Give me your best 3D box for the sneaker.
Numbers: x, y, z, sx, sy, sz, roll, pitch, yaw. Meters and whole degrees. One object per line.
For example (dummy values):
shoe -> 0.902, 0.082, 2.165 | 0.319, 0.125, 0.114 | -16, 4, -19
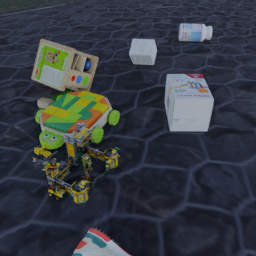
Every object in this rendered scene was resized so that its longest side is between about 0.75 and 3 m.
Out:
sneaker -> -0.192, 2.623, 4.868 | 1.978, 0.696, 0.925 | 25, 57, 29

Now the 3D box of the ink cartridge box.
ink cartridge box -> 1.859, -0.822, 8.845 | 1.199, 1.194, 1.651 | 0, 37, -1

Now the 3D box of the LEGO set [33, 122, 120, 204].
LEGO set -> -1.155, 0.715, 6.854 | 1.536, 1.157, 1.997 | 25, 44, 29

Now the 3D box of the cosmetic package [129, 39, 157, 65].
cosmetic package -> 0.660, -3.253, 12.009 | 0.957, 0.801, 0.796 | 8, 74, 17

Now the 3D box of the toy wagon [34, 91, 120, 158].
toy wagon -> -1.720, -0.199, 8.538 | 2.245, 0.572, 2.893 | 17, 40, 21

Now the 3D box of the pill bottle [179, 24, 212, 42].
pill bottle -> 3.476, -4.935, 14.499 | 1.608, 0.874, 0.874 | 3, 37, 4

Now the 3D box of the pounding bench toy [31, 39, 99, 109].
pounding bench toy -> -2.258, -1.716, 9.996 | 1.399, 2.252, 1.756 | 22, 10, 24
